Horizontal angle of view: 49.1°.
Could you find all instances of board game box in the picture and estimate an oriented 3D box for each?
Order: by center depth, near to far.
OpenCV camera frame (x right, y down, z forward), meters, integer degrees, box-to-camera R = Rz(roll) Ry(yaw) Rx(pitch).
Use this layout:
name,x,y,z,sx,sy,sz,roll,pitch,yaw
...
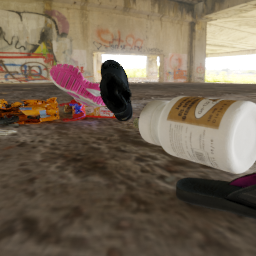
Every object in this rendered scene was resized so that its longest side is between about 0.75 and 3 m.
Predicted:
name,x,y,z,sx,sy,sz,roll,pitch,yaw
board game box,-1.287,-0.885,13.357,2.215,0.513,1.678,3,12,13

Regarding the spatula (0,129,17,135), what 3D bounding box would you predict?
name,x,y,z,sx,sy,sz,roll,pitch,yaw
spatula,-4.298,0.150,9.591,0.805,0.065,0.560,3,18,20

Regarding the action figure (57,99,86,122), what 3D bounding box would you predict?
name,x,y,z,sx,sy,sz,roll,pitch,yaw
action figure,-2.332,-0.694,11.378,1.247,0.822,2.520,-7,2,-4

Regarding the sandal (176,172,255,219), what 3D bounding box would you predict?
name,x,y,z,sx,sy,sz,roll,pitch,yaw
sandal,1.936,0.974,4.341,2.392,0.572,0.899,4,12,19

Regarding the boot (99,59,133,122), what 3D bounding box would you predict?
name,x,y,z,sx,sy,sz,roll,pitch,yaw
boot,-0.362,-1.224,7.664,0.781,2.046,1.719,-15,-10,2

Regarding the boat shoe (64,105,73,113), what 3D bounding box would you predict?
name,x,y,z,sx,sy,sz,roll,pitch,yaw
boat shoe,-2.988,-1.025,14.097,0.501,0.490,1.326,-5,13,-22

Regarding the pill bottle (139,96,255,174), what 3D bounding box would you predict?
name,x,y,z,sx,sy,sz,roll,pitch,yaw
pill bottle,1.570,0.016,6.623,1.517,1.517,2.653,-10,15,-40

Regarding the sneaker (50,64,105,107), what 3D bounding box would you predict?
name,x,y,z,sx,sy,sz,roll,pitch,yaw
sneaker,-1.708,-1.342,9.724,2.253,0.917,0.994,32,-22,-6

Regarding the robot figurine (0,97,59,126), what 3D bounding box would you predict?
name,x,y,z,sx,sy,sz,roll,pitch,yaw
robot figurine,-4.393,-0.710,11.536,2.971,0.865,2.154,-4,18,-17

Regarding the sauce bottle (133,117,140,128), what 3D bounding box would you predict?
name,x,y,z,sx,sy,sz,roll,pitch,yaw
sauce bottle,0.731,-0.290,10.747,0.432,0.432,1.334,9,15,35
